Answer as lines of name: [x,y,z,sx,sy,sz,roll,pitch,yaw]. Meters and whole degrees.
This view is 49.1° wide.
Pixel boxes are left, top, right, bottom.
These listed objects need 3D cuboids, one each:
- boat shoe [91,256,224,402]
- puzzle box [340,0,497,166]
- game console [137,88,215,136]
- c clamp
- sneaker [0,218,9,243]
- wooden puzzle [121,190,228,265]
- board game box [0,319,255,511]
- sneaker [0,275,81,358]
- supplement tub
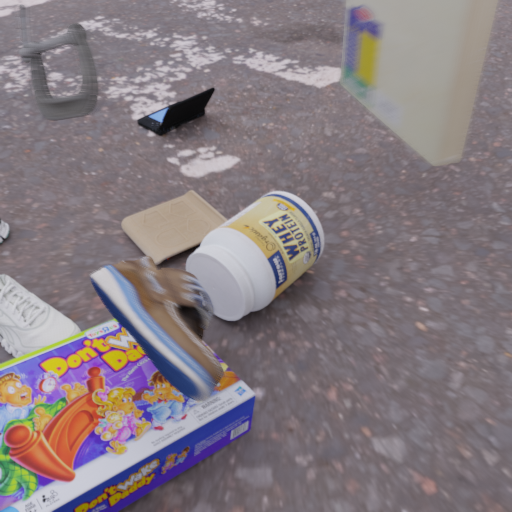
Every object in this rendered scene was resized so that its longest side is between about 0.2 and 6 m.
boat shoe: [-1.006,0.592,6.252,0.920,0.918,2.542,-34,41,-19]
puzzle box: [2.469,-3.559,9.508,0.497,2.599,3.907,-10,38,-12]
game console: [-2.010,-3.736,13.953,1.391,0.921,1.582,30,48,30]
c clamp: [-3.401,-3.290,9.435,2.335,1.995,0.316,14,20,40]
sneaker: [-5.666,-0.524,10.101,2.100,0.958,0.815,-20,44,-21]
wooden puzzle: [-1.520,-0.508,10.577,1.601,0.371,1.483,-29,47,-24]
board game box: [-1.989,1.973,6.948,3.303,0.739,2.221,-22,44,-35]
sneaker: [-3.651,0.859,8.483,2.354,0.954,0.885,20,43,20]
supplement tub: [0.000,-0.010,9.082,1.462,1.462,2.024,27,47,29]
